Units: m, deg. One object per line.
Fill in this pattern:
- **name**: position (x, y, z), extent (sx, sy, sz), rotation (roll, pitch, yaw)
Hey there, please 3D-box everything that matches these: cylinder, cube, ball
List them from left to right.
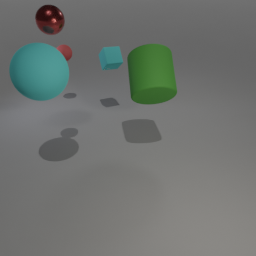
- **ball**: position (-2.165, -1.371, 6.897), extent (1.400, 1.400, 1.400), rotation (0, 29, 0)
- **ball**: position (-1.907, -2.643, 6.860), extent (0.700, 0.700, 0.700), rotation (0, 29, 0)
- **ball**: position (-2.735, -3.203, 11.971), extent (0.700, 0.700, 0.700), rotation (0, 29, 0)
- **cube**: position (-0.698, -2.796, 11.265), extent (0.700, 0.700, 0.700), rotation (-11, -5, -23)
- **cylinder**: position (0.726, -1.612, 8.617), extent (1.400, 1.400, 1.400), rotation (-5, -16, -1)
